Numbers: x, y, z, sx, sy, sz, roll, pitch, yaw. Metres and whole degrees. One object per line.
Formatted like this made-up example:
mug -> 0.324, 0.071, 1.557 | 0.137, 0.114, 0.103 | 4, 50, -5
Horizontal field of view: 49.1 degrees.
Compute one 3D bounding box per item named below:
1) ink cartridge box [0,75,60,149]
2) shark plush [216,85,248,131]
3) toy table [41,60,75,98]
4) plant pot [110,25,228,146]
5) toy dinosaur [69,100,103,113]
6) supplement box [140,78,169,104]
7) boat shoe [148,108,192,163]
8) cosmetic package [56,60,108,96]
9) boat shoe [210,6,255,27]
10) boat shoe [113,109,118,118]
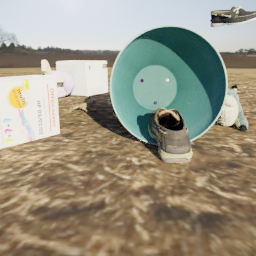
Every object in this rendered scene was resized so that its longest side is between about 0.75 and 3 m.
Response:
ink cartridge box -> -2.748, -0.513, 7.292 | 0.948, 1.609, 2.795 | 14, 21, 39
shark plush -> 3.481, -0.788, 9.035 | 1.355, 1.242, 2.982 | 12, 19, 37
toy table -> -3.734, -2.126, 13.304 | 2.102, 1.932, 1.231 | -13, -4, 13
plant pot -> 0.904, -1.079, 7.506 | 2.832, 2.832, 1.908 | -1, 8, -5
toy dinosaur -> -1.477, -0.883, 10.881 | 1.660, 0.483, 0.839 | -12, 18, -38
supplement box -> 1.630, -1.419, 10.990 | 2.862, 1.479, 1.448 | -7, 18, -20
boat shoe -> 1.007, -0.055, 6.607 | 0.880, 0.866, 2.363 | -3, 23, -7
cosmetic package -> -2.474, -2.755, 15.245 | 2.159, 1.781, 1.779 | 9, 18, 32
boat shoe -> 2.911, -3.109, 7.733 | 0.572, 0.467, 1.548 | -24, 24, -23
boat shoe -> -0.094, -0.599, 9.656 | 0.558, 0.557, 1.546 | -6, 16, -21
